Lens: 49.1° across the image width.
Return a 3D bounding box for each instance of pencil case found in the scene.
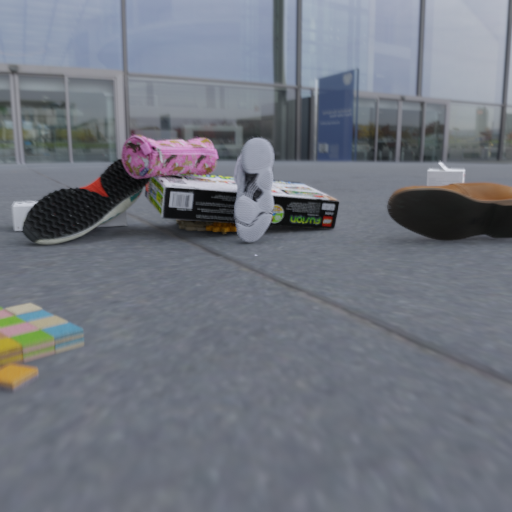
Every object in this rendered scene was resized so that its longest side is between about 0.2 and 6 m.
[{"bbox_3d":[-1.826,-2.146,12.144,0.950,0.909,2.196,36,27,27],"label":"pencil case"}]

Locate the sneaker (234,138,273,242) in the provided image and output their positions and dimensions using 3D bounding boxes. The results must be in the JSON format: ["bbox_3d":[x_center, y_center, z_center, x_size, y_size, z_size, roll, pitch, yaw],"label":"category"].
[{"bbox_3d":[-0.071,-1.326,11.571,0.778,2.070,1.190,4,4,-7],"label":"sneaker"}]

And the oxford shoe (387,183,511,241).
[{"bbox_3d":[4.180,-1.048,11.630,3.196,1.140,1.139,5,39,-9],"label":"oxford shoe"}]

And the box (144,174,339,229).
[{"bbox_3d":[-0.369,-1.336,13.002,4.044,0.702,2.226,2,17,-21],"label":"box"}]

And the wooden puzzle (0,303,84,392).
[{"bbox_3d":[-2.868,0.835,5.747,1.603,0.190,2.704,-12,17,-44],"label":"wooden puzzle"}]

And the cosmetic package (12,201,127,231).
[{"bbox_3d":[-4.431,-1.012,13.363,2.496,0.632,1.030,-4,14,-20],"label":"cosmetic package"}]

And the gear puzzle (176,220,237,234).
[{"bbox_3d":[-1.056,-0.931,13.434,1.668,0.422,3.220,-2,13,-11],"label":"gear puzzle"}]

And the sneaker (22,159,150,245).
[{"bbox_3d":[-3.647,-0.928,12.161,3.094,1.089,1.446,-42,-6,-38],"label":"sneaker"}]

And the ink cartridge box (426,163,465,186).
[{"bbox_3d":[4.953,-1.716,14.686,0.904,1.444,0.928,5,13,21],"label":"ink cartridge box"}]
